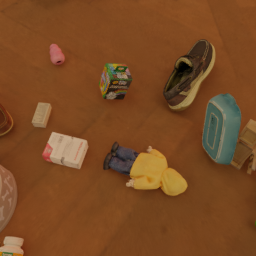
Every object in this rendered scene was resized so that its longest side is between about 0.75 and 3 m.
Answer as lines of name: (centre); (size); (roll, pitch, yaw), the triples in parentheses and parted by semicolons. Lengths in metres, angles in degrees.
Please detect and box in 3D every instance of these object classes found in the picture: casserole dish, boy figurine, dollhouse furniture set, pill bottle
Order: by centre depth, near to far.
pill bottle: (-2.895, 3.236, 6.776); (0.609, 0.609, 1.080); (5, 60, 3)
dollhouse furniture set: (3.776, 0.562, 7.552); (1.635, 1.849, 1.028); (36, 64, 17)
casserole dish: (2.494, 0.067, 7.730); (0.411, 2.118, 1.283); (-7, 32, -11)
boy figurine: (0.543, 1.139, 7.880); (2.349, 0.757, 1.460); (21, 50, 9)

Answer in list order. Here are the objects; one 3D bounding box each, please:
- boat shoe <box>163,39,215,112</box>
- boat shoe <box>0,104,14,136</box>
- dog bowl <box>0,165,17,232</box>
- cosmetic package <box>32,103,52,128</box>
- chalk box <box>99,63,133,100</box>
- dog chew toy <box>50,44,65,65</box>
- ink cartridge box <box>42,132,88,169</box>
boat shoe: (2.021, -1.947, 9.254); (1.056, 0.971, 2.956); (7, 61, 45)
boat shoe: (-4.843, -0.822, 8.836); (2.977, 1.005, 1.071); (38, 67, 19)
dog bowl: (-4.410, 1.872, 7.461); (2.654, 0.778, 2.654); (0, 61, 0)
cosmetic package: (-2.770, -0.419, 9.030); (0.401, 0.283, 0.774); (7, 62, 4)
chalk box: (-0.370, -1.553, 8.793); (0.738, 1.183, 0.733); (-2, 53, -26)
dog chew toy: (-2.602, -2.688, 10.122); (0.492, 0.492, 0.791); (-20, 74, -11)
ink cartridge box: (-1.835, 0.677, 8.305); (1.110, 0.460, 0.813); (14, 61, 8)
